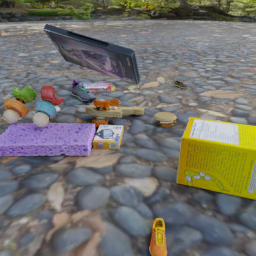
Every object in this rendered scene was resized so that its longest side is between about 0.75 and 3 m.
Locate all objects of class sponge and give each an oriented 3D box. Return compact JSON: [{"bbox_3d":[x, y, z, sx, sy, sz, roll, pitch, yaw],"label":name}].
[{"bbox_3d":[-2.496,0.321,8.725,2.806,0.418,1.565,-1,25,1],"label":"sponge"}]

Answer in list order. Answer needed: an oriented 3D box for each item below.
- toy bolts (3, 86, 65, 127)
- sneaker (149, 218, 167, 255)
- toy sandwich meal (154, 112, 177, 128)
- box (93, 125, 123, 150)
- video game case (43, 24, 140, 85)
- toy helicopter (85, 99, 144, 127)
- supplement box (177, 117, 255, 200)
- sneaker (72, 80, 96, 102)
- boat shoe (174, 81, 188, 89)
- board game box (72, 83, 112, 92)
[{"bbox_3d":[-3.067,-0.487,9.489,1.881,1.797,1.304,-2,57,32],"label":"toy bolts"},{"bbox_3d":[0.559,2.076,5.260,0.326,0.344,0.892,1,28,0],"label":"sneaker"},{"bbox_3d":[1.353,-0.305,10.152,0.916,0.314,0.916,0,23,0],"label":"toy sandwich meal"},{"bbox_3d":[-0.606,0.234,9.063,0.808,0.281,1.357,2,28,4],"label":"box"},{"bbox_3d":[-1.061,-2.329,9.104,2.893,0.274,2.067,19,-11,11],"label":"video game case"},{"bbox_3d":[-0.485,-0.655,10.518,2.318,0.914,1.533,-2,15,-28],"label":"toy helicopter"},{"bbox_3d":[2.548,0.722,6.864,2.441,1.336,1.328,9,27,17],"label":"supplement box"},{"bbox_3d":[-2.019,-1.637,12.370,0.587,0.690,1.577,-24,34,-39],"label":"sneaker"},{"bbox_3d":[2.632,-2.161,13.873,0.299,0.299,0.809,-23,34,-38],"label":"boat shoe"},{"bbox_3d":[-1.732,-1.965,13.620,1.866,0.181,0.960,-1,27,-3],"label":"board game box"}]
